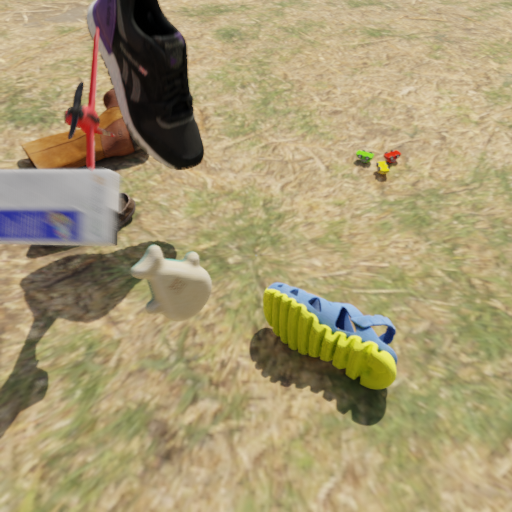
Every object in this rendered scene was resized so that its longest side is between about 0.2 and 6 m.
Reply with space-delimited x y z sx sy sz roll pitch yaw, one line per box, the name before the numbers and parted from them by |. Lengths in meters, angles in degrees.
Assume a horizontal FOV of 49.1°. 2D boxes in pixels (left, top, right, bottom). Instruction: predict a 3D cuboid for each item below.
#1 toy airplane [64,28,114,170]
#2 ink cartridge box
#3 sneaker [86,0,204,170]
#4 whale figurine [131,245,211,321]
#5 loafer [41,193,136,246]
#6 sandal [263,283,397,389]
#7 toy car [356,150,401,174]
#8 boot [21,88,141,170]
toy airplane | -2.661 -2.134 8.889 0.499 2.716 2.716 3 42 -7
ink cartridge box | -2.639 -0.590 6.883 1.901 0.900 0.353 1 -2 6
sneaker | -1.782 -3.218 10.075 1.312 3.464 1.517 -37 17 -36
whale figurine | -0.783 0.210 4.964 0.437 0.842 0.670 29 80 46
loafer | -3.476 -0.862 11.418 2.132 0.757 0.779 -24 47 -24
sandal | 1.248 1.149 9.140 2.506 0.996 1.091 30 46 18
toy car | 2.855 -2.294 13.402 0.973 0.231 1.034 20 45 21
boot | -4.335 -3.019 13.964 2.882 0.987 2.713 -24 55 -14
